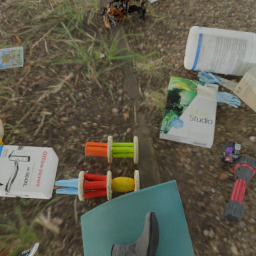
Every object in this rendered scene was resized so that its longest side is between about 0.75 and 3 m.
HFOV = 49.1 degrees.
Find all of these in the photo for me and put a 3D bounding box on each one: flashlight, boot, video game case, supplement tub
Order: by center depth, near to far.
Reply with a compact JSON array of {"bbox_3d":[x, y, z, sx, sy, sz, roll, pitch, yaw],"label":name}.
[{"bbox_3d":[0.127,2.911,6.841,1.151,0.610,1.749,-4,60,22],"label":"boot"},{"bbox_3d":[-3.072,3.832,8.561,0.346,0.278,0.765,26,66,7],"label":"boot"},{"bbox_3d":[3.698,1.977,9.238,0.740,0.743,2.187,40,59,-18],"label":"flashlight"},{"bbox_3d":[3.736,-3.115,11.414,2.642,1.743,1.743,9,63,5],"label":"supplement tub"},{"bbox_3d":[-5.125,-3.095,12.304,1.000,0.121,1.098,-8,63,-4],"label":"video game case"}]

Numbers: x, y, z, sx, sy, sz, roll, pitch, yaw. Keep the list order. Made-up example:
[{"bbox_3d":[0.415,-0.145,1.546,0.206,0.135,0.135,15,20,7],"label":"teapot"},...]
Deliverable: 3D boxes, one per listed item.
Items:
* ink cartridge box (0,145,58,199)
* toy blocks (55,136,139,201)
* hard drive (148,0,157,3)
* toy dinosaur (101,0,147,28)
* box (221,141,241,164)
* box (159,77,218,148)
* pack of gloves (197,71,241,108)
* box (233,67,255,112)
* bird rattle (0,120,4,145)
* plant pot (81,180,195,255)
[{"bbox_3d":[-3.622,1.468,9.449,2.166,0.913,1.582,2,62,1],"label":"ink cartridge box"},{"bbox_3d":[-0.996,1.312,9.475,2.689,0.977,2.241,0,62,-2],"label":"toy blocks"},{"bbox_3d":[1.748,-7.421,14.472,2.398,0.320,1.582,-29,66,-15],"label":"hard drive"},{"bbox_3d":[-0.220,-5.923,13.184,1.962,1.477,2.891,7,83,22],"label":"toy dinosaur"},{"bbox_3d":[3.613,0.876,9.834,0.416,0.785,0.480,16,63,8],"label":"box"},{"bbox_3d":[2.387,-0.676,10.820,1.947,0.490,2.698,11,61,5],"label":"box"},{"bbox_3d":[3.626,-1.624,10.966,1.878,0.370,1.577,16,49,-8],"label":"pack of gloves"},{"bbox_3d":[5.643,-0.990,10.446,1.414,1.157,2.977,-26,64,-30],"label":"box"},{"bbox_3d":[-5.816,0.214,10.140,2.442,1.687,2.995,-13,49,-20],"label":"bird rattle"},{"bbox_3d":[0.204,2.958,8.101,2.840,2.006,2.007,-12,65,2],"label":"plant pot"}]
